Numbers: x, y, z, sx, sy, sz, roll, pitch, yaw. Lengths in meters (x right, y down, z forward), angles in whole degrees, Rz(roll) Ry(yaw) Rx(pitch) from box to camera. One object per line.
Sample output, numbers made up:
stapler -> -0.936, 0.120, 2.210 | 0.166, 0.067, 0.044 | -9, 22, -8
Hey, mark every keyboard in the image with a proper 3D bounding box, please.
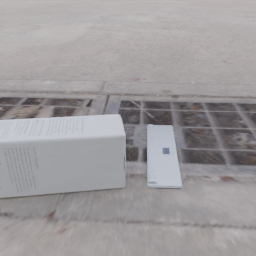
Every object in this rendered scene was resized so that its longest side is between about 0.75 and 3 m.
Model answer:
keyboard -> 0.772, 0.534, 6.356 | 0.666, 0.126, 2.365 | 5, 31, 1

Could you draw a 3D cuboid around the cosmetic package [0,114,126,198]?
cosmetic package -> -1.299, 0.500, 5.267 | 2.452, 1.246, 0.908 | -3, 30, -9
